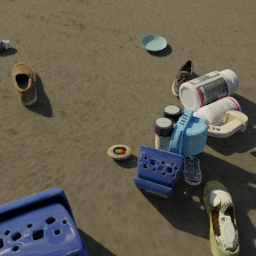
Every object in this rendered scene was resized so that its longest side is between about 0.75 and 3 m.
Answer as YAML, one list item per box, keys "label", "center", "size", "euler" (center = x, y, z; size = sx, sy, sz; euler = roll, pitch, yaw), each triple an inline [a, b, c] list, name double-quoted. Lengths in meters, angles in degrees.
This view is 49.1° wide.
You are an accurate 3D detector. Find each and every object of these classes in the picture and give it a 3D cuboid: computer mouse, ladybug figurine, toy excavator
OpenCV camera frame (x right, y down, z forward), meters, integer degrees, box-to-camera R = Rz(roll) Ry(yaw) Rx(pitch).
- label: "computer mouse"
  center: [2.053, 1.214, 9.369]
  size: [0.944, 0.378, 1.722]
  euler: [13, 48, -4]
- label: "ladybug figurine"
  center: [-0.293, 0.870, 9.680]
  size: [0.842, 0.303, 0.571]
  euler: [2, 52, 1]
- label: "toy excavator"
  center: [2.342, 0.120, 9.058]
  size: [2.603, 1.300, 2.531]
  euler: [16, 40, 20]

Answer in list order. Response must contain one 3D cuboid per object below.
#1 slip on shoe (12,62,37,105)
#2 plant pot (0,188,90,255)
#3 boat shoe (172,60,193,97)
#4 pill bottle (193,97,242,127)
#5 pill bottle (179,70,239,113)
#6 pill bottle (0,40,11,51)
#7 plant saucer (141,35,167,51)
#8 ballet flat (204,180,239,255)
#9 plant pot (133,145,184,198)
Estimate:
- label: "slip on shoe"
  center: [-4.382, -2.049, 11.706]
  size: [0.958, 0.763, 2.520]
  euler: [-13, 53, -10]
- label: "plant pot"
  center: [-2.212, 2.949, 6.848]
  size: [2.298, 2.298, 2.066]
  euler: [-17, 46, -13]
- label: "boat shoe"
  center: [2.358, -2.138, 11.858]
  size: [0.708, 0.638, 1.968]
  euler: [17, 53, 13]
- label: "pill bottle"
  center: [3.151, -0.408, 10.261]
  size: [1.747, 0.991, 0.991]
  euler: [-22, 55, -16]
- label: "pill bottle"
  center: [3.198, -1.491, 10.974]
  size: [2.124, 1.231, 1.231]
  euler: [-22, 55, -17]
- label: "pill bottle"
  center: [-6.060, -3.965, 13.454]
  size: [0.763, 0.424, 0.424]
  euler: [-19, 54, -15]
- label: "plant saucer"
  center: [1.251, -4.077, 13.658]
  size: [1.275, 0.245, 1.275]
  euler: [0, 52, 1]
- label: "ballet flat"
  center: [2.717, 2.514, 8.035]
  size: [0.897, 0.897, 2.538]
  euler: [4, 51, 3]
- label: "plant pot"
  center: [0.896, 1.402, 8.568]
  size: [1.365, 1.365, 1.227]
  euler: [15, 72, 11]
